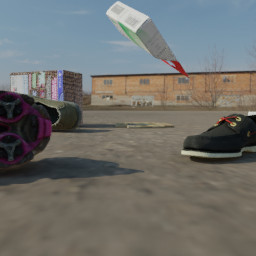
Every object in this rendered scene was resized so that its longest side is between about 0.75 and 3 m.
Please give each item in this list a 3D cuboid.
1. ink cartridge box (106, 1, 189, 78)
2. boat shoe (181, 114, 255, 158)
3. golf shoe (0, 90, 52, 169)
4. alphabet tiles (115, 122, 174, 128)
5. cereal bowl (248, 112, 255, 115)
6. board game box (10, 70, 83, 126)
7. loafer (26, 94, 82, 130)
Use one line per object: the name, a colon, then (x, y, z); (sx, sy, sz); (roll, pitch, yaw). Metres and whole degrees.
ink cartridge box: (0.659, -2.707, 9.262); (2.758, 0.691, 2.219); (45, 4, -43)
boat shoe: (1.374, 0.089, 3.842); (1.840, 0.576, 0.673); (-5, 7, -40)
golf shoe: (-2.052, 0.066, 2.755); (2.452, 0.890, 1.129); (6, -10, -20)
alphabet tiles: (0.501, -0.107, 9.658); (1.894, 0.072, 2.276); (0, 4, -3)
cereal bowl: (2.792, 0.001, 4.778); (1.380, 0.575, 1.380); (0, 5, 0)
board game box: (-2.784, -0.977, 9.572); (2.262, 1.803, 1.095); (3, 5, 24)
loafer: (-2.706, -0.456, 7.606); (2.826, 1.063, 0.984); (1, 0, 15)
